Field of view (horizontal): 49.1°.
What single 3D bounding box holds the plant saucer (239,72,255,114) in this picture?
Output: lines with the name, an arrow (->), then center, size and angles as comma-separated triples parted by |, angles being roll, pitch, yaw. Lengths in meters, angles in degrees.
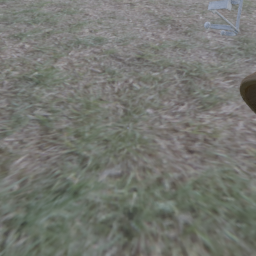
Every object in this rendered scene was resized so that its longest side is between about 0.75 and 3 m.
plant saucer -> 1.881, 0.111, 2.218 | 0.309, 2.099, 2.099 | -54, 50, 6

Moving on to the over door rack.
over door rack -> 2.132, -3.177, 6.193 | 0.795, 1.762, 2.386 | 10, 8, 25
